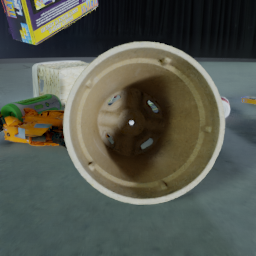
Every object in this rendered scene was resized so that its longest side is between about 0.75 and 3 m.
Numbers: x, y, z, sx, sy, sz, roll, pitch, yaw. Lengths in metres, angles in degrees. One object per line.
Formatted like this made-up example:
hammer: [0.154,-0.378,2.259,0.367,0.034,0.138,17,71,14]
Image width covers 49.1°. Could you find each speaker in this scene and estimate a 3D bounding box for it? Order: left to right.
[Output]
speaker: [-2.984,-0.552,8.832,0.868,0.868,1.962,8,19,24]

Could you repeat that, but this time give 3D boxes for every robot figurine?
robot figurine: [-1.725,-0.030,7.285,2.569,0.748,1.863,2,19,8]

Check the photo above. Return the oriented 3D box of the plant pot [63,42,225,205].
plant pot: [0.165,-0.080,5.220,2.420,2.420,2.215,-2,1,-6]

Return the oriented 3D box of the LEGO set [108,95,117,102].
LEGO set: [-0.647,-1.543,12.554,1.131,0.915,2.460,31,3,-18]

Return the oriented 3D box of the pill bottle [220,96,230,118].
pill bottle: [3.180,-0.741,9.731,0.665,0.665,1.177,5,17,17]

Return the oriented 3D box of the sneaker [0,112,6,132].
sneaker: [-3.821,-0.202,7.517,1.004,0.952,2.445,-7,19,-25]

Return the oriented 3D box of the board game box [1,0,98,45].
board game box: [-1.361,-2.748,4.987,0.594,1.733,2.096,19,46,19]

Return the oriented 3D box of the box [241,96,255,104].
box: [5.368,-1.173,11.892,0.638,0.222,1.071,-15,20,-40]

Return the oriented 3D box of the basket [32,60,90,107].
basket: [-2.459,-1.844,11.669,1.542,1.694,2.499,17,24,34]

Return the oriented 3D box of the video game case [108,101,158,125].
video game case: [-0.053,-0.556,9.701,2.523,0.324,2.775,17,24,42]
